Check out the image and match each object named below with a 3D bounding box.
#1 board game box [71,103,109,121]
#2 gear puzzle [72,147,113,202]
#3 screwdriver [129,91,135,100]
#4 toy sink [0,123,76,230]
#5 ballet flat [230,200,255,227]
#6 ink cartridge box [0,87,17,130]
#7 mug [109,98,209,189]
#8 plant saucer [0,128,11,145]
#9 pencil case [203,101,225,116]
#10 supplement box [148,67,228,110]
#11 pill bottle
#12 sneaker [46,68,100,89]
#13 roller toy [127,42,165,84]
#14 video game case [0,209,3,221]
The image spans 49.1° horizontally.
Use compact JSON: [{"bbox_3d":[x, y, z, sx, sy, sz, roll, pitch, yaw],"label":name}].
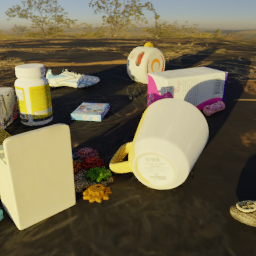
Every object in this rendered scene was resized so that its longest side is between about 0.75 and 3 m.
[{"bbox_3d":[-1.444,-0.663,11.040,1.147,0.277,1.516,3,23,8],"label":"board game box"},{"bbox_3d":[-1.096,1.044,6.812,1.287,0.326,2.486,-9,24,-20],"label":"gear puzzle"},{"bbox_3d":[0.207,-1.580,13.464,0.174,0.166,1.193,-28,15,16],"label":"screwdriver"},{"bbox_3d":[-1.862,0.762,5.502,1.204,1.848,1.035,-19,30,-37],"label":"toy sink"},{"bbox_3d":[3.047,1.551,5.339,2.115,0.490,0.713,2,21,6],"label":"ballet flat"},{"bbox_3d":[-4.543,-0.630,9.737,0.683,1.209,1.647,1,23,0],"label":"ink cartridge box"},{"bbox_3d":[0.771,0.613,6.678,1.764,2.203,1.808,35,37,1],"label":"mug"},{"bbox_3d":[-5.022,0.525,7.662,2.730,0.661,2.730,-1,23,-2],"label":"plant saucer"},{"bbox_3d":[3.461,-0.803,11.206,1.024,0.424,0.443,-19,41,-40],"label":"pencil case"},{"bbox_3d":[2.448,-1.606,11.732,2.972,1.504,1.536,-11,25,-25],"label":"supplement box"},{"bbox_3d":[-3.382,-1.207,10.050,1.161,2.031,1.161,0,22,0],"label":"pill bottle"},{"bbox_3d":[-2.914,-2.655,14.899,2.817,1.021,1.013,0,19,-7],"label":"sneaker"},{"bbox_3d":[0.967,-3.567,15.792,1.513,2.165,1.975,20,40,41],"label":"roller toy"},{"bbox_3d":[-3.575,2.038,4.545,1.775,0.221,2.480,6,23,13],"label":"video game case"}]
